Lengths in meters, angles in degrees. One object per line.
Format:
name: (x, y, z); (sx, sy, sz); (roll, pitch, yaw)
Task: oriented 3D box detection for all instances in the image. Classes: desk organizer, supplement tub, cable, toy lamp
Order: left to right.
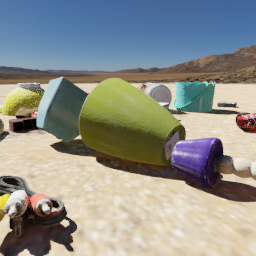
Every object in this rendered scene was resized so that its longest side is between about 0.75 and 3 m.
cable: (-1.410, 0.872, 3.844); (0.942, 0.488, 1.939); (-4, 12, -22)
desk organizer: (-3.345, -0.123, 9.240); (1.020, 0.366, 0.393); (-9, 17, -38)
supplement tub: (1.170, -1.586, 14.105); (1.344, 1.344, 2.193); (-4, 12, -19)
toy lamp: (2.061, 0.650, 4.145); (2.930, 0.853, 0.853); (6, 13, 34)

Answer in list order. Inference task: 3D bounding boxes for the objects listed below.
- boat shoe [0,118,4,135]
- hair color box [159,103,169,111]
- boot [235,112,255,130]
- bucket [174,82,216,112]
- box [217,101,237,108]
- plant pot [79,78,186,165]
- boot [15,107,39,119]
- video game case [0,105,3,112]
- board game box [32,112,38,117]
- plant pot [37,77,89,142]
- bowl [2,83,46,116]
boat shoe: (-4.312, -0.099, 7.693); (1.049, 0.897, 2.862); (0, 11, 1)
hair color box: (0.452, -0.690, 11.309); (2.184, 0.662, 1.081); (6, 12, 23)
boot: (4.356, -0.185, 8.550); (1.622, 0.814, 2.248); (-3, 3, -11)
bucket: (3.323, -1.606, 14.066); (2.151, 1.400, 2.151); (0, 11, 0)
box: (5.473, -1.303, 15.480); (0.960, 0.239, 0.757); (6, 13, 27)
plant pot: (0.214, 0.026, 5.892); (1.831, 1.714, 1.714); (27, 25, 35)
boot: (-3.862, -0.520, 11.307); (1.404, 0.517, 0.530); (0, 33, 11)
video game case: (-7.047, -0.797, 12.914); (2.054, 0.251, 2.873); (0, 11, 1)
board game box: (-2.557, -0.364, 10.327); (1.702, 0.394, 1.289); (11, 15, 43)
plant pot: (-1.684, -0.390, 7.398); (1.304, 1.332, 1.308); (34, -13, -27)
bowl: (-4.603, -1.412, 13.180); (2.542, 1.368, 2.542); (0, 11, 0)
